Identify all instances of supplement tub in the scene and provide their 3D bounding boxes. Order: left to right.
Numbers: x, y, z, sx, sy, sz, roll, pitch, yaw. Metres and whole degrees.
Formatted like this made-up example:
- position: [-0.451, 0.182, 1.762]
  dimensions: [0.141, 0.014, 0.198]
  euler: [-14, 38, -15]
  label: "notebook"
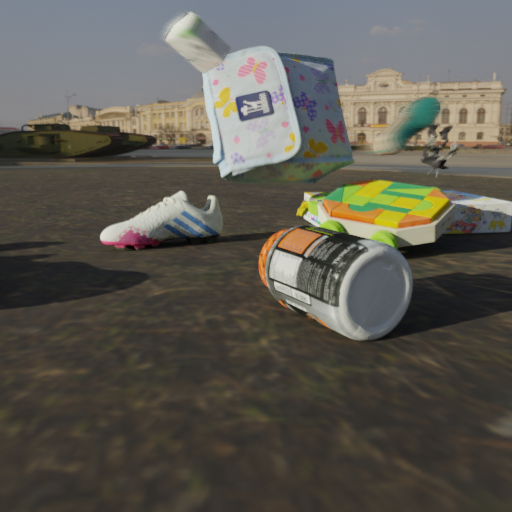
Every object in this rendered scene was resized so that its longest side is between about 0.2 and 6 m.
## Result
- position: [0.856, 0.243, 6.731]
  dimensions: [1.119, 1.119, 1.826]
  euler: [-7, 14, -29]
  label: "supplement tub"

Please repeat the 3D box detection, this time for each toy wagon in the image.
- position: [2.252, -0.923, 11.444]
  dimensions: [3.236, 0.640, 2.511]
  euler: [15, 34, 34]
  label: "toy wagon"

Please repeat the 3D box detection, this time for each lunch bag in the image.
- position: [0.386, -2.888, 11.860]
  dimensions: [2.973, 2.521, 1.890]
  euler: [-4, -10, -32]
  label: "lunch bag"

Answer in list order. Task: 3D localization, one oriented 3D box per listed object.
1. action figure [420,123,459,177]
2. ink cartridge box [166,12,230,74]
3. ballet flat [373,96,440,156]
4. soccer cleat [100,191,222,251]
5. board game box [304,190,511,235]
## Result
- position: [3.653, -2.161, 11.216]
  dimensions: [0.654, 1.101, 0.562]
  euler: [13, -23, -5]
  label: "action figure"
- position: [-0.948, -3.467, 9.174]
  dimensions: [0.844, 0.354, 0.614]
  euler: [35, -23, -30]
  label: "ink cartridge box"
- position: [2.518, -2.221, 9.569]
  dimensions: [1.591, 0.541, 0.535]
  euler: [-39, 12, -27]
  label: "ballet flat"
- position: [-1.930, -0.766, 11.545]
  dimensions: [2.572, 1.110, 0.898]
  euler: [-6, 13, -26]
  label: "soccer cleat"
- position: [3.613, -1.118, 14.051]
  dimensions: [4.293, 0.735, 2.886]
  euler: [-2, 13, -9]
  label: "board game box"
